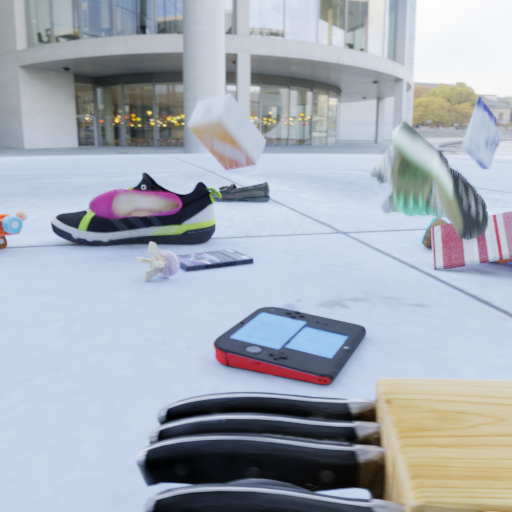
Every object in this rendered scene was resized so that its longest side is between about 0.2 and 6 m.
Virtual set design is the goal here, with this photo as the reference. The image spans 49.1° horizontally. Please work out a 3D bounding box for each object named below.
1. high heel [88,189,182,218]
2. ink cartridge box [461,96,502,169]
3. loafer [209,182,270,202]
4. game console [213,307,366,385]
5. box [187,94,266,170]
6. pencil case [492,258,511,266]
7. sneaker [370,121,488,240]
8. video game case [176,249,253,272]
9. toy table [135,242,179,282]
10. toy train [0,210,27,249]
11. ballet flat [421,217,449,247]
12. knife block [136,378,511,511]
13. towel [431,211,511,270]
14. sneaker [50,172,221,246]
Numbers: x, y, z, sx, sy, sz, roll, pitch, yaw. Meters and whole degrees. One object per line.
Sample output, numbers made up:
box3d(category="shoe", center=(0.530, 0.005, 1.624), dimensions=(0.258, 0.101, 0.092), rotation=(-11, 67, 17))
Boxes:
box3d(category="high heel", center=(-2.208, -0.925, 10.299), dimensions=(1.635, 0.551, 0.784), rotation=(1, 8, -23))
box3d(category="ink cartridge box", center=(4.963, -2.658, 12.163), dimensions=(0.244, 1.204, 1.201), rotation=(16, -4, 45))
box3d(category="loafer", center=(-0.566, -2.089, 18.060), dimensions=(2.063, 0.649, 0.741), rotation=(2, 13, 8))
box3d(category="game console", center=(0.386, 0.911, 6.063), dimensions=(1.331, 0.234, 1.505), rotation=(6, 15, 23))
box3d(category="box", center=(-0.444, -1.907, 8.737), dimensions=(0.662, 0.519, 1.065), rotation=(-4, -35, 37))
box3d(category="pencil case", center=(4.403, -0.291, 9.809), dimensions=(0.912, 0.912, 2.063), rotation=(-12, 20, -41))
box3d(category="sneaker", center=(2.447, -0.897, 8.287), dimensions=(1.013, 1.168, 2.635), rotation=(30, 26, -28))
box3d(category="video game case", center=(-0.813, 0.071, 9.940), dimensions=(1.269, 0.120, 0.906), rotation=(-8, 15, -27))
box3d(category="toy table", center=(-1.577, 0.117, 8.854), dimensions=(0.679, 0.624, 0.398), rotation=(-4, -9, 40))
box3d(category="toy train", center=(-6.182, -0.533, 11.159), dimensions=(3.035, 0.844, 2.280), rotation=(12, 16, 32))
box3d(category="ballet flat", center=(3.786, -0.437, 11.455), dimensions=(0.619, 0.581, 1.712), rotation=(24, 16, 16))
box3d(category="knife block", center=(1.125, 1.226, 2.867), dimensions=(3.197, 1.023, 2.806), rotation=(-12, 19, -40))
box3d(category="towel", center=(3.728, -0.242, 9.466), dimensions=(1.453, 0.165, 1.047), rotation=(-11, 41, 25))
box3d(category="sneaker", center=(-2.482, -1.032, 11.713), dimensions=(3.495, 1.447, 1.253), rotation=(-1, 13, -4))
